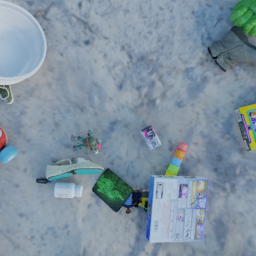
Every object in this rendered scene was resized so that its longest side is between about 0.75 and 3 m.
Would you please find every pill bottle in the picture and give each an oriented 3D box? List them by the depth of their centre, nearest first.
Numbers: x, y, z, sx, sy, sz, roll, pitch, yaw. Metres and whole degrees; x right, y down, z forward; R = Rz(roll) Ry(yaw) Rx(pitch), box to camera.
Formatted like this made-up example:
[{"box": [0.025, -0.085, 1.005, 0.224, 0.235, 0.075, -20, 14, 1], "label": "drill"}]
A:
[{"box": [-2.267, 2.376, 10.681, 0.992, 0.567, 0.567, 3, 87, 0], "label": "pill bottle"}]

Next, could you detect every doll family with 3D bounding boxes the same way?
[{"box": [0.446, 2.794, 10.681, 1.536, 0.603, 0.888, 0, 91, 5], "label": "doll family"}]

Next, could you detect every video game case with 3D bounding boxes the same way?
[{"box": [1.812, 2.965, 10.338, 2.140, 0.537, 2.361, 4, 92, -13], "label": "video game case"}]

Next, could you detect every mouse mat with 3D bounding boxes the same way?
[{"box": [-0.610, 2.361, 10.672, 1.390, 0.052, 1.119, 36, 93, 23], "label": "mouse mat"}]

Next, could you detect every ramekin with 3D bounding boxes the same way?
[{"box": [-4.515, -2.902, 10.084, 2.843, 1.492, 2.843, 5, 80, -29], "label": "ramekin"}]

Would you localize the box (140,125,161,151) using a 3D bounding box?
[{"box": [0.879, 0.366, 10.770, 0.489, 0.563, 0.853, -30, 87, 9], "label": "box"}]

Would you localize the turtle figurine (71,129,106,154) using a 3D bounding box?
[{"box": [-1.481, 0.517, 10.777, 1.348, 0.679, 1.009, -6, 85, 6], "label": "turtle figurine"}]

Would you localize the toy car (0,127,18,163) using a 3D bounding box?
[{"box": [-5.555, 0.710, 9.911, 2.037, 2.303, 2.122, -44, 88, -2], "label": "toy car"}]

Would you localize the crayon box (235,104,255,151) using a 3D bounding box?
[{"box": [5.129, -0.108, 10.828, 1.466, 0.495, 1.699, -13, 82, -2], "label": "crayon box"}]

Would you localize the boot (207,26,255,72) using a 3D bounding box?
[{"box": [4.315, -2.711, 11.025, 1.499, 0.777, 2.295, -43, 88, 10], "label": "boot"}]

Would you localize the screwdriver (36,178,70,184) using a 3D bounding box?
[{"box": [-2.847, 2.069, 10.897, 1.462, 0.204, 0.213, 0, 55, -2], "label": "screwdriver"}]

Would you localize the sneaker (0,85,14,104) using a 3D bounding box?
[{"box": [-4.876, -1.603, 10.902, 0.448, 0.600, 1.338, -22, 87, -1], "label": "sneaker"}]

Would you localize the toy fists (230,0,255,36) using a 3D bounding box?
[{"box": [5.421, -4.132, 10.892, 2.786, 0.958, 1.420, 23, 87, 0], "label": "toy fists"}]

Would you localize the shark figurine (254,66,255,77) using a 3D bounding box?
[{"box": [5.809, -1.820, 11.010, 1.825, 1.090, 0.762, 14, 61, 18], "label": "shark figurine"}]

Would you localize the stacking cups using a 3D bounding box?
[{"box": [1.835, 1.301, 10.834, 0.468, 0.468, 1.546, 21, 83, 1], "label": "stacking cups"}]

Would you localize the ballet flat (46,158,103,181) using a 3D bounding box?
[{"box": [-2.063, 1.489, 10.707, 2.218, 0.770, 0.770, -9, 87, 0], "label": "ballet flat"}]
